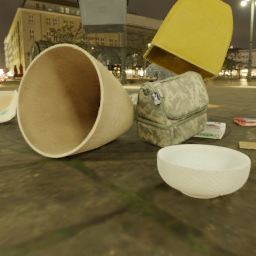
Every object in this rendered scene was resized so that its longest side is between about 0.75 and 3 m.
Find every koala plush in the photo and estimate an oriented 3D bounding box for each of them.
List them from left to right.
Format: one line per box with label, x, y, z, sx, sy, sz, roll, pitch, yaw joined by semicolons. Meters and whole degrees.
koala plush;1.427;-1.624;14.235;2.468;2.558;2.783;4;-14;-41

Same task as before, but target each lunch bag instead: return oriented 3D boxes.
lunch bag;1.274;-0.628;8.124;2.111;1.771;1.471;-21;27;-34

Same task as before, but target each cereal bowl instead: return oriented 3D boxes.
cereal bowl;1.271;0.766;4.858;1.558;0.649;1.558;-1;12;0

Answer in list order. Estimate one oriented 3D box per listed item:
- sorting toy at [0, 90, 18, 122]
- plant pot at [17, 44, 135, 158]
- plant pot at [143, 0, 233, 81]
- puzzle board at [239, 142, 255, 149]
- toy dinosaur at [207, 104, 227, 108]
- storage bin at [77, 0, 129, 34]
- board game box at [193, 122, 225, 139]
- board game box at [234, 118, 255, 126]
sorting toy;-5.511;-0.669;11.078;2.487;1.328;2.238;-5;20;-31
plant pot;-0.992;-0.559;7.680;2.640;2.640;2.818;6;0;29
plant pot;2.066;-3.021;9.100;2.211;2.277;2.226;25;2;-4
puzzle board;3.520;0.502;7.734;0.823;0.072;0.620;4;11;19
toy dinosaur;3.578;-1.166;14.992;2.885;0.872;1.533;-6;35;1
storage bin;-0.700;-3.265;7.960;1.531;1.028;1.114;-2;-5;-3
board game box;2.208;0.012;9.493;1.966;0.340;1.241;5;12;24
board game box;5.341;-0.234;11.201;1.865;0.181;0.960;1;12;3
